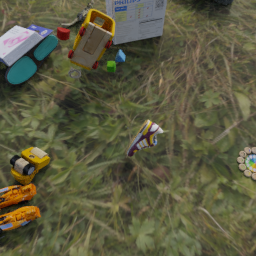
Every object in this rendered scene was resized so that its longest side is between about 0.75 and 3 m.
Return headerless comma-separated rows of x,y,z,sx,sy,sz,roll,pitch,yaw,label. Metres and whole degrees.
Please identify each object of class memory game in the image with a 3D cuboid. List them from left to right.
4.304,1.193,9.487,1.206,0.077,1.206,0,61,0,memory game

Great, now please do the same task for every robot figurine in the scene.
-3.833,2.496,8.463,2.151,0.626,1.560,-17,61,-9,robot figurine

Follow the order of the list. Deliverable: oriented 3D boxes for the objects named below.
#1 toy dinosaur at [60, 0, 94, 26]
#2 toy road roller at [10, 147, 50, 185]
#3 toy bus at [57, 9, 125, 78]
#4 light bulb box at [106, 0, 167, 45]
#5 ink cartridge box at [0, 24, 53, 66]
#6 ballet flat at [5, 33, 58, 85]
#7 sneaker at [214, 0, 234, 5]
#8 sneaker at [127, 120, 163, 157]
-2.057,-5.051,12.687,0.866,0.467,1.966,31,65,32,toy dinosaur
-3.250,1.273,9.171,0.765,0.909,1.245,29,28,15,toy road roller
-1.360,-3.088,10.117,2.284,2.155,1.180,-7,53,13,toy bus
0.288,-4.939,11.566,2.266,2.286,1.427,-14,62,-8,light bulb box
-4.397,-3.539,11.230,2.244,0.486,2.203,-47,44,-14,ink cartridge box
-3.944,-2.791,11.269,0.999,0.999,2.735,33,72,17,ballet flat
3.701,-6.827,13.222,2.904,1.190,1.063,16,63,9,sneaker
0.512,0.481,8.937,0.695,1.543,0.578,32,37,1,sneaker
